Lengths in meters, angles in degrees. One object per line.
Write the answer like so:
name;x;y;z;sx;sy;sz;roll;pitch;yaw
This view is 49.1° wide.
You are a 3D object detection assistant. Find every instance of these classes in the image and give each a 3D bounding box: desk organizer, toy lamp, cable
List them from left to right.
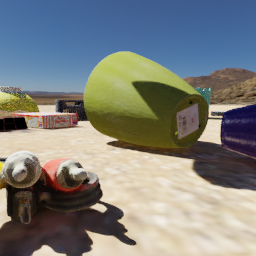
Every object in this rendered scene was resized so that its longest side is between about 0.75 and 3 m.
desk organizer;-3.305;-0.121;7.694;1.020;0.366;0.393;-6;10;-44
cable;-0.867;0.325;2.431;0.942;0.488;1.939;-2;6;-27
toy lamp;2.561;0.098;3.079;2.930;0.853;0.853;2;6;29

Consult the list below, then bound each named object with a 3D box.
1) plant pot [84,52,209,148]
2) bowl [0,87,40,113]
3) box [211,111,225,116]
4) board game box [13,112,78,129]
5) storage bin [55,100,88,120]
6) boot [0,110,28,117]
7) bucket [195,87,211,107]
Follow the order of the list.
plant pot;0.410;-0.353;4.878;1.714;1.714;1.831;-4;21;-36
bowl;-4.939;-1.008;11.607;2.542;1.368;2.542;0;5;0
box;4.886;-0.765;14.807;0.960;0.239;0.757;3;7;22
board game box;-2.624;-0.262;8.868;1.702;0.394;1.289;5;7;39
storage bin;-2.449;-0.791;12.027;1.234;0.856;1.825;-2;5;-18
boot;-4.007;-0.298;9.718;1.404;0.517;0.530;2;33;6
bucket;2.868;-1.186;13.236;2.151;1.400;2.151;0;5;0
